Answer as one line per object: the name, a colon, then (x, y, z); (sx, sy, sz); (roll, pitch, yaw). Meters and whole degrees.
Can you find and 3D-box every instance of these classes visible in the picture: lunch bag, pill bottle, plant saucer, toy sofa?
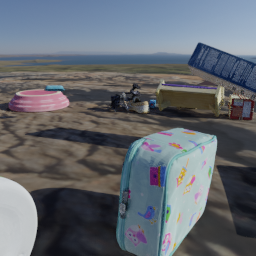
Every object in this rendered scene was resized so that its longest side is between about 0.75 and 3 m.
lunch bag: (0.629, 0.929, 4.231); (0.815, 1.695, 2.113); (16, 16, 31)
pill bottle: (-2.716, 1.137, 3.640); (2.777, 1.542, 1.542); (8, 18, 28)
plant saucer: (-4.466, -1.446, 14.094); (2.910, 0.737, 2.910); (-1, 16, 0)
toy sofa: (2.802, -1.524, 12.596); (2.883, 1.194, 1.407); (9, 51, 27)

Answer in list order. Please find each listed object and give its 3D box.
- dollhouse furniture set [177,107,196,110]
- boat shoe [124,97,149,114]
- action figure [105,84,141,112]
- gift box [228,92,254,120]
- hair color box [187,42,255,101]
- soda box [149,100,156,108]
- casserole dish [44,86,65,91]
dollhouse furniture set: (3.020, -1.020, 13.379); (0.933, 0.587, 1.055); (-40, 41, -21)
boat shoe: (0.396, -1.145, 13.227); (0.664, 0.623, 1.800); (-11, 20, -34)
action figure: (-0.166, -1.280, 13.096); (1.791, 0.914, 1.064); (-30, 46, 26)
gift box: (4.806, -0.970, 11.813); (1.039, 1.126, 1.052); (9, 16, 13)
hair color box: (2.958, -1.471, 7.763); (2.427, 0.734, 1.213); (29, 8, 18)
soda box: (1.239, -1.220, 14.152); (0.277, 0.262, 0.817); (2, 16, 8)
casserole dish: (-2.906, -1.569, 11.086); (0.806, 0.156, 0.488); (-2, -4, -12)
